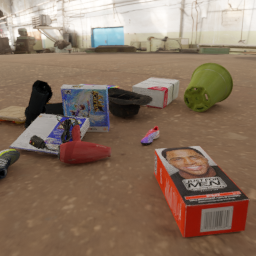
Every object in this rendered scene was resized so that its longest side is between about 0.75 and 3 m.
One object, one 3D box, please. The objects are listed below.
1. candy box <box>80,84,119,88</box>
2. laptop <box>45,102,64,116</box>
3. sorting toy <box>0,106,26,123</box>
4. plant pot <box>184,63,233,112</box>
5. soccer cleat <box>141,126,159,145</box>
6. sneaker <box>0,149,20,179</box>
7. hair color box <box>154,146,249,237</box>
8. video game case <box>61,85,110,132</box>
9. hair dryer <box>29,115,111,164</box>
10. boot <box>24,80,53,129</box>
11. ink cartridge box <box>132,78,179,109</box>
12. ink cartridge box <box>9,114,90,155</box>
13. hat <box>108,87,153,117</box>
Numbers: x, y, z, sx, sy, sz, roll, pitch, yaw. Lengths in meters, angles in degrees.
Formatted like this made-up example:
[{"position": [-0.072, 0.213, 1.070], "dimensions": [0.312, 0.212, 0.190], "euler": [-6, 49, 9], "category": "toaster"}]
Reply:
[{"position": [-1.942, -1.788, 15.425], "dimensions": [2.446, 0.942, 2.068], "euler": [7, 19, 16], "category": "candy box"}, {"position": [-3.209, -0.692, 13.564], "dimensions": [1.798, 1.048, 2.029], "euler": [-7, -5, -24], "category": "laptop"}, {"position": [-5.181, -0.613, 13.063], "dimensions": [2.007, 0.395, 2.168], "euler": [7, 16, 16], "category": "sorting toy"}, {"position": [3.958, -1.900, 14.475], "dimensions": [2.320, 2.320, 2.203], "euler": [12, 36, 31], "category": "plant pot"}, {"position": [0.819, 0.276, 10.412], "dimensions": [0.404, 0.433, 1.184], "euler": [12, 23, 30], "category": "soccer cleat"}, {"position": [-3.614, 1.141, 7.960], "dimensions": [0.642, 0.586, 1.585], "euler": [15, 31, 19], "category": "sneaker"}, {"position": [1.576, 1.355, 6.802], "dimensions": [1.372, 0.828, 2.702], "euler": [-4, 19, -8], "category": "hair color box"}, {"position": [-1.643, -0.745, 11.050], "dimensions": [1.738, 1.917, 0.436], "euler": [0, 31, 2], "category": "video game case"}, {"position": [-1.679, 0.338, 9.081], "dimensions": [2.553, 0.693, 1.944], "euler": [27, 46, 14], "category": "hair dryer"}, {"position": [-3.768, -1.132, 11.831], "dimensions": [0.857, 1.885, 2.244], "euler": [16, 21, -21], "category": "boot"}, {"position": [1.610, -2.035, 15.808], "dimensions": [1.863, 1.069, 2.565], "euler": [11, 24, 25], "category": "ink cartridge box"}, {"position": [-2.719, 0.291, 10.044], "dimensions": [2.102, 0.500, 2.127], "euler": [7, 40, 15], "category": "ink cartridge box"}, {"position": [-0.231, -1.091, 13.290], "dimensions": [2.689, 1.085, 2.689], "euler": [6, 22, -2], "category": "hat"}]
